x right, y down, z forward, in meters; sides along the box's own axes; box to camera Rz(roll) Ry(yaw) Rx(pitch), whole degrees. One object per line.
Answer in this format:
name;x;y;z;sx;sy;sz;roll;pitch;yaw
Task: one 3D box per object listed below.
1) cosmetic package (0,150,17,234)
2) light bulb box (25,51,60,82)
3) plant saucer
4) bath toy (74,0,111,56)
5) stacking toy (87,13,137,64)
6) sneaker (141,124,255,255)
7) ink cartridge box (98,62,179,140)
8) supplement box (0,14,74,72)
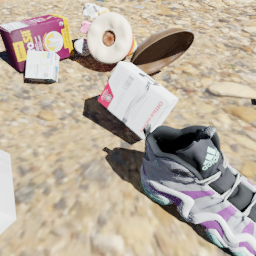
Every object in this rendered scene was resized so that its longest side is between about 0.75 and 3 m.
cosmetic package;-2.506;1.094;4.795;0.866;0.683;1.610;-42;44;10
light bulb box;-2.622;-1.888;8.635;0.856;0.849;0.534;5;0;4
plant saucer;0.864;-2.160;7.790;2.018;2.018;0.369;-20;78;-24
bath toy;-1.184;-3.460;9.458;0.896;2.061;0.762;20;23;-6
stacking toy;-0.281;-2.899;9.580;1.564;1.564;2.141;16;12;19
sneaker;1.371;0.785;4.323;2.904;2.031;1.129;21;50;27
ink cartridge box;0.212;-0.621;6.275;1.477;1.073;0.616;41;25;16
supplement box;-3.080;-2.983;9.605;2.084;1.364;1.076;-29;41;-29
